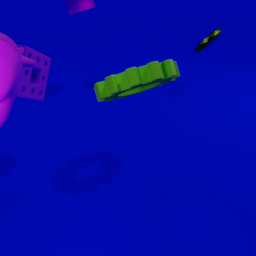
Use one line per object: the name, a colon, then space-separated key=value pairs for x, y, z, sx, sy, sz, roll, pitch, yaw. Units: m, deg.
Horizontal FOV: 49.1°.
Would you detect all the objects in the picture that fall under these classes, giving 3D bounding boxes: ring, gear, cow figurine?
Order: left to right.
cow figurine: x=-1.496 y=-0.697 z=3.173 sx=0.758 sy=1.381 sz=1.359 roll=21 pitch=59 yaw=-21
gear: x=0.156 y=-0.836 z=5.133 sx=1.535 sy=0.284 sz=1.535 roll=-17 pitch=1 yaw=0
ring: x=2.580 y=-2.804 z=9.060 sx=0.214 sy=1.069 sz=1.069 roll=50 pitch=43 yaw=1

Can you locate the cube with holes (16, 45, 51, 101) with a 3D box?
cube with holes: x=-2.087 y=-1.028 z=5.177 sx=0.856 sy=0.856 sz=0.856 roll=12 pitch=3 yaw=12

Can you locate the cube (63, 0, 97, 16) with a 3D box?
cube: x=-1.504 y=-3.963 z=8.544 sx=0.835 sy=0.835 sz=0.835 roll=-16 pitch=23 yaw=4
